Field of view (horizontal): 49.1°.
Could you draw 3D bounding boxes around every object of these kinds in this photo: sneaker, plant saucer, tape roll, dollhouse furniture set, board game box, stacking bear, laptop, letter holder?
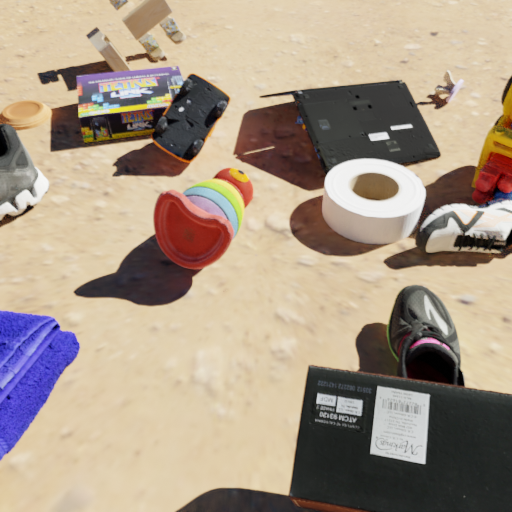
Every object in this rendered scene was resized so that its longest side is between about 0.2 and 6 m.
[{"bbox_3d":[-4.559,-0.776,8.000,1.187,1.616,3.572,18,46,20],"label":"sneaker"},{"bbox_3d":[-4.703,-2.891,11.364,1.028,0.192,1.028,0,43,0],"label":"plant saucer"},{"bbox_3d":[1.854,-0.896,8.921,1.586,0.555,1.586,0,42,0],"label":"tape roll"},{"bbox_3d":[-2.748,-5.133,12.741,1.934,1.777,1.259,-39,48,1],"label":"dollhouse furniture set"},{"bbox_3d":[3.231,-0.359,8.257,1.848,0.681,0.739,-13,46,-14],"label":"sneaker"},{"bbox_3d":[-2.455,-3.102,11.282,2.164,0.614,1.789,-10,45,-11],"label":"board game box"},{"bbox_3d":[-0.620,-0.720,8.406,1.160,1.086,1.910,30,37,4],"label":"stacking bear"},{"bbox_3d":[1.992,1.171,6.330,0.915,0.999,2.385,6,43,4],"label":"sneaker"},{"bbox_3d":[1.723,-2.563,10.889,2.462,1.434,2.778,-12,69,-20],"label":"laptop"},{"bbox_3d":[1.480,1.864,5.001,2.170,1.543,1.091,6,63,11],"label":"letter holder"}]

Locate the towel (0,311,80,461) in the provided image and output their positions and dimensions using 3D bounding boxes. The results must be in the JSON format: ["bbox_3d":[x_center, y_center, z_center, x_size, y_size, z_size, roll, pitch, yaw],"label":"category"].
[{"bbox_3d":[-3.534,1.550,5.629,2.359,0.791,3.194,10,31,8],"label":"towel"}]

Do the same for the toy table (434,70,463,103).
[{"bbox_3d":[4.067,-3.572,11.850,0.395,0.620,0.675,35,46,13],"label":"toy table"}]

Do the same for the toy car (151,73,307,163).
[{"bbox_3d":[-0.248,-2.192,10.398,3.208,1.067,1.573,13,84,-9],"label":"toy car"}]

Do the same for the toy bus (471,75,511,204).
[{"bbox_3d":[4.184,-1.737,8.827,1.407,2.073,1.990,34,62,30],"label":"toy bus"}]
